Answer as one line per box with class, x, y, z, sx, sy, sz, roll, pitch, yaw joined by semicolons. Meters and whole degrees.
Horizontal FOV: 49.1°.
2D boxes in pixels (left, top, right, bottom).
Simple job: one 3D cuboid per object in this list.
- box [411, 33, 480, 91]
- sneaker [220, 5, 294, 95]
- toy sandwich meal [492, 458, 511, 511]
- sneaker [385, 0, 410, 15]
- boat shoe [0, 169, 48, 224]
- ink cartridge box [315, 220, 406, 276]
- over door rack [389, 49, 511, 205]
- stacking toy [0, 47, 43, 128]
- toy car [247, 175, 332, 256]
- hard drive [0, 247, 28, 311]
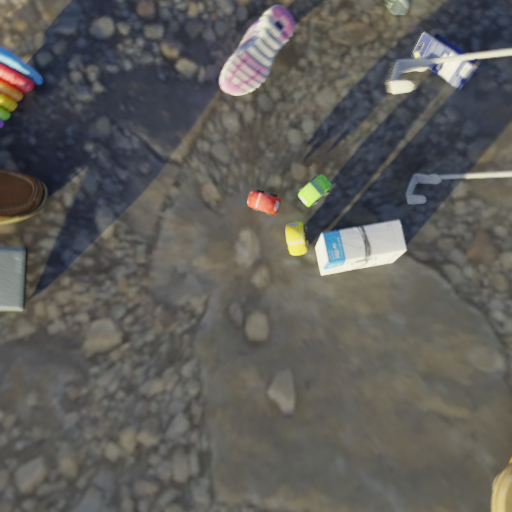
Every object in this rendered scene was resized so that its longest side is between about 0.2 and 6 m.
box;3.050;-3.181;9.082;1.010;0.612;0.164;38;72;8
sneaker;-0.055;-3.290;9.115;0.649;0.713;1.613;38;84;-29
toy sandwich meal;3.986;3.430;7.553;1.690;0.579;1.690;-1;76;5
sneaker;2.737;-4.947;9.451;0.851;0.765;1.972;13;77;0
boat shoe;-4.432;-1.010;8.460;2.364;0.804;0.851;2;76;1
ink cartridge box;1.507;-0.113;8.224;1.149;0.841;0.493;-9;77;-2
over door rack;3.466;-2.026;7.703;3.021;2.232;1.006;-8;45;18
stacking toy;-4.224;-2.366;8.839;1.004;0.949;1.730;23;88;5
toy car;0.618;-0.775;8.444;1.189;0.282;1.264;-41;86;12
hard drive;-4.097;0.316;8.232;1.345;0.221;0.939;3;89;-10
